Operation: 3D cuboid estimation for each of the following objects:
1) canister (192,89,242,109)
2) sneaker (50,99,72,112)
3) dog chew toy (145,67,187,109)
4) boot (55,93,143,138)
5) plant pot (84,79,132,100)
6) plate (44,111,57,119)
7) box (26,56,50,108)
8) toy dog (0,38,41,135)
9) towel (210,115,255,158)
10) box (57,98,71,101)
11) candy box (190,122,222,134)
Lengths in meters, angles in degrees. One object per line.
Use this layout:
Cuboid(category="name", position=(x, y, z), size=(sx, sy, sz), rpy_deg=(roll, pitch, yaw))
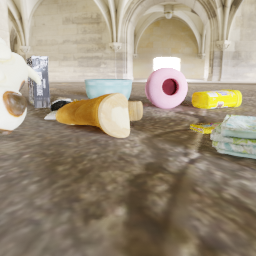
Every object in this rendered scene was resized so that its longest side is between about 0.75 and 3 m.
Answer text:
Cuboid(category="canister", position=(3.741, -1.231, 11.930), size=(1.678, 0.726, 1.246), rpy_deg=(-6, 13, -23))
Cuboid(category="sneaker", position=(-2.109, -0.761, 10.197), size=(1.371, 0.519, 0.600), rpy_deg=(-9, 20, -39))
Cuboid(category="dog chew toy", position=(1.522, -1.724, 12.337), size=(1.734, 1.734, 2.785), rpy_deg=(-1, 4, -6))
Cuboid(category="boot", position=(-0.940, -0.300, 7.040), size=(2.105, 1.035, 2.940), rpy_deg=(-3, 6, 16))
Cuboid(category="plant pot", position=(-0.746, -1.259, 10.769), size=(1.826, 1.223, 1.826), rpy_deg=(1, 11, 0))
Cuboid(category="plate", position=(-2.206, -0.458, 9.467), size=(1.044, 0.169, 1.042), rpy_deg=(-1, 12, -4))
Cuboid(category="box", position=(-4.123, -2.120, 12.738), size=(0.676, 2.142, 2.717), rpy_deg=(-5, 12, -24))
Cuboid(category="toy dog", position=(-3.011, -0.847, 6.481), size=(1.464, 2.098, 2.034), rpy_deg=(-38, -36, 26))
Cuboid(category="towel", position=(2.918, 0.143, 5.398), size=(2.315, 0.557, 1.981), rpy_deg=(7, 14, 25))
Cuboid(category="box", position=(-2.863, -1.152, 12.485), size=(0.402, 0.329, 0.846), rpy_deg=(-7, 13, -32))
Cuboid(category="candy box", position=(2.305, -0.018, 7.297), size=(1.216, 0.161, 0.622), rpy_deg=(-4, 14, -19))
